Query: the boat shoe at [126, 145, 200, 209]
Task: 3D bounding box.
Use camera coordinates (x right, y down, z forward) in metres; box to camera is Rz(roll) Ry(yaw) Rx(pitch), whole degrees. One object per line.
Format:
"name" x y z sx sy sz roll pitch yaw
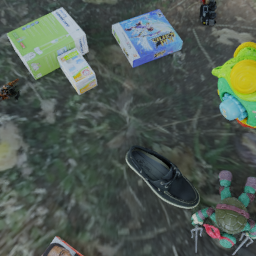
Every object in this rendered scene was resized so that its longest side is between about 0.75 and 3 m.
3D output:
"boat shoe" 0.826 1.093 6.666 2.105 0.698 0.787 42 71 18

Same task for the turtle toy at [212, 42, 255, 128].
"turtle toy" 1.657 -0.302 3.099 1.568 0.793 1.143 25 35 10

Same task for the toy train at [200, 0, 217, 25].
"toy train" 2.716 -4.511 9.520 0.597 0.445 2.609 3 65 15

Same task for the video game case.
"video game case" 0.580 -2.828 8.717 1.701 0.386 1.542 -23 67 -11

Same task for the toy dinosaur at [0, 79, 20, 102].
"toy dinosaur" -3.380 -1.071 7.894 0.579 0.436 0.854 20 87 27

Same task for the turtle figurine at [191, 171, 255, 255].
"turtle figurine" 2.270 1.943 6.168 1.471 0.989 1.965 22 61 10

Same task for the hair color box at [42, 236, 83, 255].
"hair color box" -1.221 2.948 5.959 1.234 0.378 0.626 30 69 14

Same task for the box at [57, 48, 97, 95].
"box" -1.442 -1.624 8.031 0.639 0.575 1.135 -30 68 -12

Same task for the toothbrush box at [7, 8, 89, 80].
"toothbrush box" -2.344 -2.528 8.336 1.868 0.804 1.360 -34 68 -14
